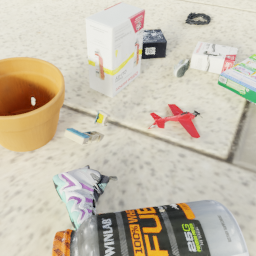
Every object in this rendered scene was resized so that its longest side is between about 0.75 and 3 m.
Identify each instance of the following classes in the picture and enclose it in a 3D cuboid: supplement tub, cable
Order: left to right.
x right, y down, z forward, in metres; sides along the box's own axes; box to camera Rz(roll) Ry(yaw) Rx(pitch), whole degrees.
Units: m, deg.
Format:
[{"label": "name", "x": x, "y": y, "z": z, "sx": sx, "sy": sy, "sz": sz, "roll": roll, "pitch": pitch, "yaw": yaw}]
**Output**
[{"label": "supplement tub", "x": 0.305, "y": 2.226, "z": 4.621, "sx": 2.878, "sy": 1.764, "sz": 1.764, "roll": -6, "pitch": 43, "yaw": -8}, {"label": "cable", "x": 3.492, "y": -5.375, "z": 13.984, "sx": 1.179, "sy": 0.367, "sz": 1.445, "roll": 22, "pitch": 45, "yaw": 15}]

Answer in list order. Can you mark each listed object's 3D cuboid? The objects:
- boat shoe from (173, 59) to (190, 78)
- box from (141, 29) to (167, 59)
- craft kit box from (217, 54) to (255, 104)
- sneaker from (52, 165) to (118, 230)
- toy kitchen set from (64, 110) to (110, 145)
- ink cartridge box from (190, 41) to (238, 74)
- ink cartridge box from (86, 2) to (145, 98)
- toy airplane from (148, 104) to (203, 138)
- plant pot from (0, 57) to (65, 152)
[{"label": "boat shoe", "x": 1.942, "y": -2.252, "z": 10.471, "sx": 0.416, "sy": 0.478, "sz": 1.298, "roll": 15, "pitch": 40, "yaw": 24}, {"label": "box", "x": 0.788, "y": -3.482, "z": 11.583, "sx": 1.395, "sy": 0.726, "sz": 1.270, "roll": -5, "pitch": 42, "yaw": -6}, {"label": "craft kit box", "x": 4.752, "y": -1.632, "z": 9.755, "sx": 2.273, "sy": 0.558, "sz": 2.302, "roll": -31, "pitch": 51, "yaw": -26}, {"label": "sneaker", "x": -0.755, "y": 1.479, "z": 6.186, "sx": 1.328, "sy": 0.738, "sz": 1.899, "roll": -22, "pitch": 48, "yaw": -21}, {"label": "toy kitchen set", "x": -1.042, "y": -0.087, "z": 7.361, "sx": 0.599, "sy": 0.815, "sz": 1.017, "roll": 23, "pitch": 12, "yaw": 22}, {"label": "ink cartridge box", "x": 3.298, "y": -2.695, "z": 10.781, "sx": 1.560, "sy": 0.647, "sz": 1.145, "roll": 16, "pitch": 46, "yaw": 15}, {"label": "ink cartridge box", "x": -0.386, "y": -2.550, "z": 9.279, "sx": 1.043, "sy": 2.500, "sz": 1.814, "roll": 27, "pitch": 49, "yaw": 22}, {"label": "toy airplane", "x": 1.397, "y": -0.285, "z": 8.415, "sx": 1.747, "sy": 0.321, "sz": 1.747, "roll": 0, "pitch": 41, "yaw": 0}, {"label": "plant pot", "x": -2.870, "y": -0.510, "z": 7.529, "sx": 2.455, "sy": 1.718, "sz": 2.455, "roll": 3, "pitch": 45, "yaw": -3}]
